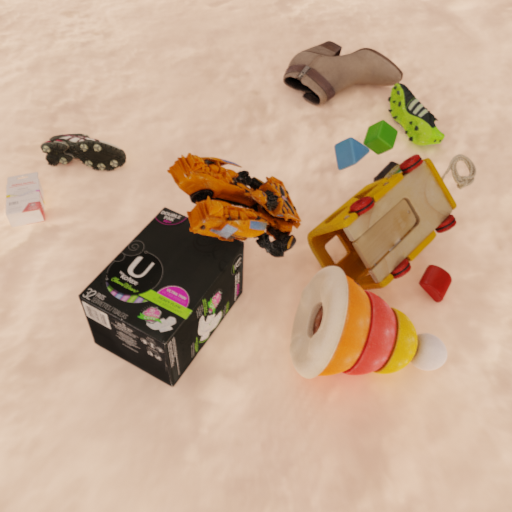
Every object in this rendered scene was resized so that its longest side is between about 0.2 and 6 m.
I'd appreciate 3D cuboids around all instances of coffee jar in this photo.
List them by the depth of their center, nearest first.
[{"bbox_3d":[2.929,-1.326,10.951,0.646,0.528,1.238,-44,61,-12],"label":"coffee jar"}]

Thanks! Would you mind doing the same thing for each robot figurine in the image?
[{"bbox_3d":[-0.189,-0.805,8.679,2.336,0.680,1.693,5,54,-47],"label":"robot figurine"}]

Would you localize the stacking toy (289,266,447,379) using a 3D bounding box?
[{"bbox_3d":[1.798,1.228,8.423,2.312,1.689,1.689,17,48,-13],"label":"stacking toy"}]

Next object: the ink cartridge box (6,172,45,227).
[{"bbox_3d":[-4.487,-1.113,10.898,0.638,0.370,1.096,-11,52,-9],"label":"ink cartridge box"}]

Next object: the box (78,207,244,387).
[{"bbox_3d":[-1.371,0.583,8.775,1.595,1.335,2.147,25,53,17],"label":"box"}]

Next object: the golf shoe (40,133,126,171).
[{"bbox_3d":[-3.545,-2.282,11.723,1.812,0.700,0.798,8,43,6],"label":"golf shoe"}]

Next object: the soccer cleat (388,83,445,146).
[{"bbox_3d":[3.552,-3.148,12.557,0.798,0.665,1.970,2,50,-19],"label":"soccer cleat"}]

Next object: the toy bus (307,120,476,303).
[{"bbox_3d":[2.233,-0.642,9.761,2.871,1.484,2.709,14,76,-28],"label":"toy bus"}]

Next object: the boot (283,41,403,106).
[{"bbox_3d":[1.967,-4.225,13.375,2.506,0.880,1.832,29,62,22],"label":"boot"}]
